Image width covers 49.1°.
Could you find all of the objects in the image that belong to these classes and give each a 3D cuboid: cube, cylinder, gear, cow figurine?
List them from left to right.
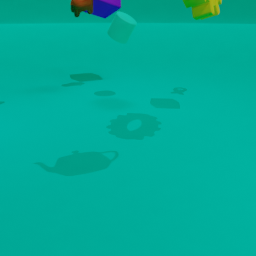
[{"bbox_3d":[-1.460,-4.482,9.657,1.151,1.133,0.632,-25,67,-21],"label":"cow figurine"},{"bbox_3d":[-1.067,-5.193,10.951,1.178,1.178,1.178,3,-5,-36],"label":"cube"},{"bbox_3d":[-0.197,-3.232,9.035,0.726,0.726,0.726,22,37,-18],"label":"cylinder"},{"bbox_3d":[1.242,-2.921,4.981,0.343,1.853,1.853,-6,16,32],"label":"gear"}]
